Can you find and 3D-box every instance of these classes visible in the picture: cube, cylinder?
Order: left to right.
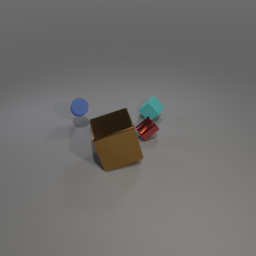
[{"bbox_3d":[-2.005,-0.846,11.521,0.700,0.700,0.700,-9,0,-15],"label":"cylinder"},{"bbox_3d":[-0.413,0.382,9.692,1.400,1.400,1.400,-18,33,-1],"label":"cube"},{"bbox_3d":[0.762,0.007,11.026,0.700,0.700,0.700,-40,34,7],"label":"cylinder"},{"bbox_3d":[1.030,-0.855,12.374,0.700,0.700,0.700,46,42,-8],"label":"cube"}]
